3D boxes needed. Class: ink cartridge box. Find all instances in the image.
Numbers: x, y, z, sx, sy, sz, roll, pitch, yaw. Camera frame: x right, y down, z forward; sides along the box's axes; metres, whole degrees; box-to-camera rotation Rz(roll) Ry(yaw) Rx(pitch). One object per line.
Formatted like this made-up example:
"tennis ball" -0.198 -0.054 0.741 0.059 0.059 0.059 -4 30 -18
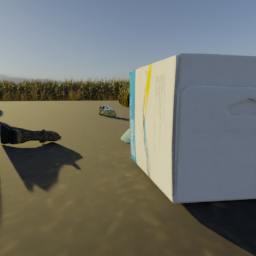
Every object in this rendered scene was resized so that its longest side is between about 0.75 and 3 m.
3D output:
"ink cartridge box" 0.914 -0.094 3.567 1.452 1.427 1.973 -1 7 -11

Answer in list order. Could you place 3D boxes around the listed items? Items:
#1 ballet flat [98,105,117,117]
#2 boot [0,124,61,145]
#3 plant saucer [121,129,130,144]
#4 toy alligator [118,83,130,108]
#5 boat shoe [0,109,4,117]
"ballet flat" -1.037 -0.837 13.615 0.580 0.580 1.640 -3 8 -27
"boot" -2.156 0.171 6.160 1.032 0.410 1.186 1 8 -45
"plant saucer" 1.080 0.033 6.656 2.525 0.486 2.525 0 6 0
"toy alligator" 0.636 -0.440 6.107 0.968 0.702 2.921 28 14 21
"boat shoe" -5.812 -0.615 10.830 0.677 0.762 2.072 -1 7 27
